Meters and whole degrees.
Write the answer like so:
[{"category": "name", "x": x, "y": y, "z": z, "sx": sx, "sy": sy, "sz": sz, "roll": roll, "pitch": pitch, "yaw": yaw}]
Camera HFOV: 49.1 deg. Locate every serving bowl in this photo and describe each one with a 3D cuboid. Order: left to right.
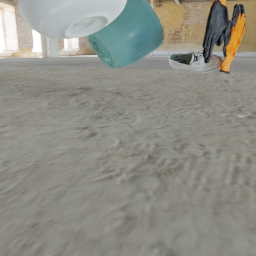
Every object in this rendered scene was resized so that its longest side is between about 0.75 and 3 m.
[{"category": "serving bowl", "x": -1.104, "y": -2.701, "z": 6.456, "sx": 2.563, "sy": 0.843, "sz": 2.563, "roll": -20, "pitch": 1, "yaw": 0}]

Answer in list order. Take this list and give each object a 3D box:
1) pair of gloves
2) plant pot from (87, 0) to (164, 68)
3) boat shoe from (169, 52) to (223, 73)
[{"category": "pair of gloves", "x": 2.907, "y": -2.836, "z": 8.304, "sx": 0.306, "sy": 2.207, "sz": 2.477, "roll": 19, "pitch": 10, "yaw": 37}, {"category": "plant pot", "x": -0.236, "y": -3.014, "z": 9.113, "sx": 1.766, "sy": 2.200, "sz": 2.200, "roll": -42, "pitch": 30, "yaw": -10}, {"category": "boat shoe", "x": 2.243, "y": -2.229, "z": 9.445, "sx": 1.808, "sy": 0.665, "sz": 0.604, "roll": 3, "pitch": -6, "yaw": 21}]
